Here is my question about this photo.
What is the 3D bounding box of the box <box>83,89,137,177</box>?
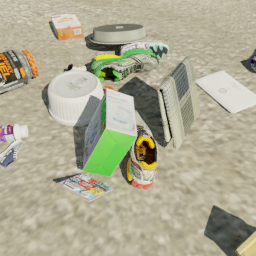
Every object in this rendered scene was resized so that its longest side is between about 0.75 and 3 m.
[{"bbox_3d":[-0.571,0.161,8.446,0.956,1.978,1.746,16,42,-19],"label":"box"}]

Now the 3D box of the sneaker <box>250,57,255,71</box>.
[{"bbox_3d":[6.336,-3.294,12.856,1.334,0.848,2.340,10,46,14],"label":"sneaker"}]

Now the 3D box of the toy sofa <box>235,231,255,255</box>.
[{"bbox_3d":[3.641,3.397,6.172,1.008,1.187,2.433,-41,54,-4],"label":"toy sofa"}]

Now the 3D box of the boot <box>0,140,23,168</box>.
[{"bbox_3d":[-3.712,0.848,9.067,0.464,0.374,1.028,31,60,18],"label":"boot"}]

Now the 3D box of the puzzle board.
[{"bbox_3d":[-1.206,1.637,7.924,1.288,0.112,0.971,17,19,34],"label":"puzzle board"}]

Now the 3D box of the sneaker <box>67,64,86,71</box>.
[{"bbox_3d":[-2.246,-2.578,12.254,0.415,0.632,1.099,27,51,24],"label":"sneaker"}]

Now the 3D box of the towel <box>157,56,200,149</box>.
[{"bbox_3d":[1.658,-0.815,8.979,0.402,2.328,2.241,6,39,34],"label":"towel"}]

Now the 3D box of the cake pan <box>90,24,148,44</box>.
[{"bbox_3d":[-0.456,-4.724,13.915,2.909,0.533,2.909,-2,28,1],"label":"cake pan"}]

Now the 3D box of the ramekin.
[{"bbox_3d":[-1.951,-1.215,10.519,2.202,1.156,2.202,0,45,0],"label":"ramekin"}]

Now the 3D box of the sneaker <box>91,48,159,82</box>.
[{"bbox_3d":[-0.106,-2.527,12.036,2.945,1.149,1.255,-10,53,2],"label":"sneaker"}]

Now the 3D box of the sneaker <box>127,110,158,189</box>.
[{"bbox_3d":[0.480,0.446,8.714,1.066,1.126,2.740,3,48,-16],"label":"sneaker"}]

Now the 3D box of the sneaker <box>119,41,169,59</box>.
[{"bbox_3d":[0.697,-3.986,13.476,2.320,0.902,1.623,-6,46,-6],"label":"sneaker"}]

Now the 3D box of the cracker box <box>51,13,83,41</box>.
[{"bbox_3d":[-3.345,-5.563,15.282,1.339,0.577,2.000,-16,46,-15],"label":"cracker box"}]

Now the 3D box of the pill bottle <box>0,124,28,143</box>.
[{"bbox_3d":[-3.993,0.166,9.544,1.051,0.585,0.585,-7,45,-7],"label":"pill bottle"}]

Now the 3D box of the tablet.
[{"bbox_3d":[4.076,-1.550,11.508,1.562,0.164,2.401,-21,47,-17],"label":"tablet"}]

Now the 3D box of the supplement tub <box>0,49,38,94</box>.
[{"bbox_3d":[-5.018,-2.233,11.300,2.451,1.502,1.502,-30,52,-26],"label":"supplement tub"}]

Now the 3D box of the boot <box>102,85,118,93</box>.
[{"bbox_3d":[-0.652,-1.548,11.486,0.784,0.294,0.420,23,44,23],"label":"boot"}]
